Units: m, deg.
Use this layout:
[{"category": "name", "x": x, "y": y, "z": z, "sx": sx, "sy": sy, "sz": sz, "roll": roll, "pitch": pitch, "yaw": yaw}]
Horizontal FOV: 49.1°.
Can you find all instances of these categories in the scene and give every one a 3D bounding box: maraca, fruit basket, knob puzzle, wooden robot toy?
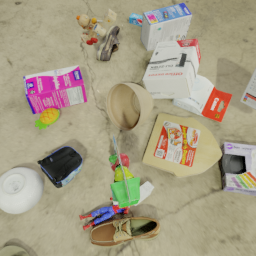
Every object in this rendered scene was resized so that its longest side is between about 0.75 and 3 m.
[{"category": "maraca", "x": -3.279, "y": -0.382, "z": 11.375, "sx": 0.758, "sy": 0.592, "sz": 1.106, "roll": 30, "pitch": 65, "yaw": 27}, {"category": "fruit basket", "x": -0.214, "y": 1.154, "z": 7.073, "sx": 0.770, "sy": 1.521, "sz": 1.642, "roll": -19, "pitch": 71, "yaw": -9}, {"category": "knob puzzle", "x": 2.179, "y": 0.747, "z": 10.730, "sx": 2.981, "sy": 0.413, "sz": 2.981, "roll": 0, "pitch": 56, "yaw": 0}, {"category": "wooden robot toy", "x": -1.427, "y": -3.729, "z": 10.224, "sx": 0.991, "sy": 2.184, "sz": 0.962, "roll": 25, "pitch": 72, "yaw": -34}]

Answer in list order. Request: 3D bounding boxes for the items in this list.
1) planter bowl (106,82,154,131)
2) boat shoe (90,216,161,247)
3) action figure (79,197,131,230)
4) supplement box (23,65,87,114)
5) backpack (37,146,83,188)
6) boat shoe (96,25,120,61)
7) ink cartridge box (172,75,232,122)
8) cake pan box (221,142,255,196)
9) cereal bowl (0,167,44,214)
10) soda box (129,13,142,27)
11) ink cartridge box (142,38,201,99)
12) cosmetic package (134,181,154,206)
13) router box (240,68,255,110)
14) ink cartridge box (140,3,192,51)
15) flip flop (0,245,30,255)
[{"category": "planter bowl", "x": 0.215, "y": -0.942, "z": 11.160, "sx": 1.268, "sy": 1.884, "sz": 1.884, "roll": -19, "pitch": 55, "yaw": -44}, {"category": "boat shoe", "x": -0.075, "y": 3.184, "z": 8.874, "sx": 2.273, "sy": 0.839, "sz": 0.860, "roll": -8, "pitch": 57, "yaw": -5}, {"category": "action figure", "x": -0.617, "y": 2.673, "z": 9.168, "sx": 1.895, "sy": 0.938, "sz": 0.618, "roll": -17, "pitch": 59, "yaw": -18}, {"category": "supplement box", "x": -3.028, "y": -1.614, "z": 11.814, "sx": 2.365, "sy": 1.222, "sz": 1.197, "roll": -14, "pitch": 57, "yaw": -11}, {"category": "backpack", "x": -2.308, "y": 1.360, "z": 9.983, "sx": 1.304, "sy": 0.958, "sz": 1.193, "roll": -38, "pitch": 69, "yaw": -26}, {"category": "boat shoe", "x": -0.811, "y": -4.074, "z": 13.759, "sx": 0.809, "sy": 0.822, "sz": 2.206, "roll": 23, "pitch": 68, "yaw": 3}, {"category": "ink cartridge box", "x": 3.255, "y": -1.373, "z": 12.059, "sx": 2.194, "sy": 0.519, "sz": 1.756, "roll": 23, "pitch": 59, "yaw": 16}, {"category": "cake pan box", "x": 4.385, "y": 1.488, "z": 10.196, "sx": 2.003, "sy": 0.524, "sz": 1.844, "roll": 8, "pitch": 55, "yaw": 5}, {"category": "cereal bowl", "x": -3.837, "y": 2.066, "z": 9.710, "sx": 1.659, "sy": 0.691, "sz": 1.659, "roll": 0, "pitch": 56, "yaw": 0}, {"category": "soda box", "x": 0.703, "y": -5.719, "z": 14.983, "sx": 1.242, "sy": 0.398, "sz": 0.421, "roll": 21, "pitch": 59, "yaw": 14}, {"category": "ink cartridge box", "x": 1.939, "y": -2.572, "z": 12.115, "sx": 1.894, "sy": 1.099, "sz": 2.624, "roll": 2, "pitch": 52, "yaw": 26}, {"category": "cosmetic package", "x": 0.469, "y": 2.230, "z": 9.560, "sx": 0.339, "sy": 0.472, "sz": 0.836, "roll": 39, "pitch": 42, "yaw": 22}, {"category": "router box", "x": 4.709, "y": -1.202, "z": 8.392, "sx": 0.517, "sy": 1.900, "sz": 2.117, "roll": 0, "pitch": 30, "yaw": -34}, {"category": "ink cartridge box", "x": 1.994, "y": -4.932, "z": 13.646, "sx": 2.564, "sy": 1.750, "sz": 0.979, "roll": -16, "pitch": 65, "yaw": -10}, {"category": "flip flop", "x": -3.149, "y": 4.278, "z": 8.316, "sx": 0.813, "sy": 0.577, "sz": 2.004, "roll": -39, "pitch": 65, "yaw": -22}]
